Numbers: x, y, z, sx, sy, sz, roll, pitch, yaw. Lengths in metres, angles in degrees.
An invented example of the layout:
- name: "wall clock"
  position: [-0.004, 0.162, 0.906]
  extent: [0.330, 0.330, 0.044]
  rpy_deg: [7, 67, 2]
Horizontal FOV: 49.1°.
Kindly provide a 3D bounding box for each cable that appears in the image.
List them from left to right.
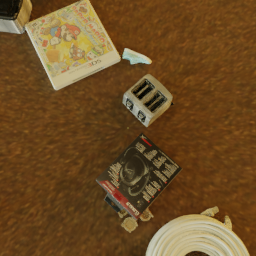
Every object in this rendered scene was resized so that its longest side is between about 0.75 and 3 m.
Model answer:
- name: "cable"
  position: [1.827, 3.698, 7.286]
  extent: [2.753, 0.953, 2.754]
  rpy_deg: [-16, 76, -4]

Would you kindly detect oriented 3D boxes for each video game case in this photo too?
- name: "video game case"
  position: [-1.869, -2.856, 9.361]
  extent: [2.365, 0.297, 2.598]
  rpy_deg: [-26, 77, -7]

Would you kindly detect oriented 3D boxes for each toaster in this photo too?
- name: "toaster"
  position: [-4.024, -4.041, 9.357]
  extent: [1.539, 0.913, 1.391]
  rpy_deg: [7, 75, 2]
- name: "toaster"
  position: [0.648, -0.863, 8.596]
  extent: [1.289, 0.765, 1.165]
  rpy_deg: [-41, 80, -10]

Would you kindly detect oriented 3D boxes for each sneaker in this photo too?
- name: "sneaker"
  position: [0.279, -2.245, 9.216]
  extent: [0.988, 0.365, 0.405]
  rpy_deg: [25, 94, 9]

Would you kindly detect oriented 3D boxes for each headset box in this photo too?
- name: "headset box"
  position: [0.239, 1.433, 7.920]
  extent: [1.555, 0.807, 2.089]
  rpy_deg: [41, 78, 13]

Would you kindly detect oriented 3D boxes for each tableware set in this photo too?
- name: "tableware set"
  position: [0.165, 2.414, 8.065]
  extent: [1.023, 0.119, 0.855]
  rpy_deg: [-33, 78, -8]
